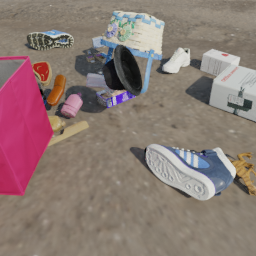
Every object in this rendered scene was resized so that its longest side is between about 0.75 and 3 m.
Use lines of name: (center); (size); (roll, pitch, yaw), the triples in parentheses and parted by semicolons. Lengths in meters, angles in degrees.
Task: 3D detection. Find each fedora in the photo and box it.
fedora: (-0.196, -1.382, 7.128); (0.678, 1.485, 1.485); (-14, 33, 22)

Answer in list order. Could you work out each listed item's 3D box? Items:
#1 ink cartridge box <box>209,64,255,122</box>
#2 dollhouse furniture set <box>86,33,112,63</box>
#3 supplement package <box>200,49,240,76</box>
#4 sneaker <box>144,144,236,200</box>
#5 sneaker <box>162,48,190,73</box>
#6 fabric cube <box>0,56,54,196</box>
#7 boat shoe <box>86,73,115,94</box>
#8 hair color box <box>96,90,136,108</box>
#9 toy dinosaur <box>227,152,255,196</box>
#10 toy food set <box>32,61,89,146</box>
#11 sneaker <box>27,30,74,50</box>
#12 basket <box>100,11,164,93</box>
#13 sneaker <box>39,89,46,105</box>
ink cartridge box: (4.111, -1.119, 9.226); (2.320, 0.964, 1.701); (26, 45, 29)
dollhouse furniture set: (-1.239, -3.412, 12.056); (1.012, 1.072, 0.700); (-24, 44, -27)
supplement package: (3.683, -2.567, 11.248); (1.240, 0.743, 0.752); (30, 47, 33)
sneaker: (1.603, 0.848, 6.966); (1.513, 0.832, 2.066); (-23, 40, -38)
sneaker: (1.973, -2.840, 11.500); (0.669, 0.853, 1.716); (26, 45, 29)
fabric cube: (-3.474, -0.073, 6.623); (2.355, 2.392, 2.400); (0, 38, 7)
boat shoe: (-0.558, -1.235, 8.096); (1.378, 0.472, 0.496); (12, 5, 3)
hair color box: (-0.413, -1.149, 9.709); (1.209, 0.392, 0.661); (-26, 40, -27)
toy dinosaur: (2.685, 0.927, 7.022); (0.908, 0.516, 1.709); (-22, 43, -23)
toy food set: (-2.413, -0.892, 8.648); (1.871, 0.464, 2.943); (-26, 72, -11)
sneaker: (-3.730, -4.236, 13.435); (2.128, 0.836, 0.949); (-3, 31, -17)
basket: (0.040, -2.555, 9.373); (1.687, 2.426, 2.139); (-10, 26, -44)
sneaker: (-2.970, -0.796, 9.206); (0.443, 0.493, 1.264); (-3, 38, -5)
